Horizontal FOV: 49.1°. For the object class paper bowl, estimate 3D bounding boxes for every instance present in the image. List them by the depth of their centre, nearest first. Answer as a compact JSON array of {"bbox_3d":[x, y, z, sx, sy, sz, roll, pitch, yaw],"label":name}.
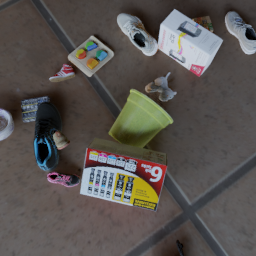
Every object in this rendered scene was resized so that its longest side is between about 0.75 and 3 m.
[{"bbox_3d":[-4.912,-0.058,10.362,1.313,0.683,1.313,5,52,-6],"label":"paper bowl"}]

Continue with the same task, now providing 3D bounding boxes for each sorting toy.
[{"bbox_3d":[-1.546,-3.032,11.652,1.369,0.270,1.479,41,77,12],"label":"sorting toy"}]

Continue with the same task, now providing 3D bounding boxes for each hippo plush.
[{"bbox_3d":[1.301,-1.453,10.981,0.943,0.934,1.173,59,38,-2],"label":"hippo plush"}]

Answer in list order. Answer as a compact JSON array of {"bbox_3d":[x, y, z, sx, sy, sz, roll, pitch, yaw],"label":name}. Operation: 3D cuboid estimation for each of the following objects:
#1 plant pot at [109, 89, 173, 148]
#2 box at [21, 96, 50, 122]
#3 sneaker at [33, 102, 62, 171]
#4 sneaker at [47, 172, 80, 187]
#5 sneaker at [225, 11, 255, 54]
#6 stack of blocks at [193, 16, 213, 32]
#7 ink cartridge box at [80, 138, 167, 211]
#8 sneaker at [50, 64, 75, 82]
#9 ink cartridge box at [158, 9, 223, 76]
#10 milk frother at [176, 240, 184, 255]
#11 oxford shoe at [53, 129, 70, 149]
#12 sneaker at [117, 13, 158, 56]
[{"bbox_3d":[0.311,-0.116,10.040,1.930,1.930,1.775,38,88,11],"label":"plant pot"},{"bbox_3d":[-3.573,-0.742,10.922,1.088,0.267,0.877,-11,71,-4],"label":"box"},{"bbox_3d":[-2.905,0.226,10.087,0.946,1.058,2.583,-7,78,-2],"label":"sneaker"},{"bbox_3d":[-2.319,1.794,9.955,1.204,0.574,0.476,6,71,1],"label":"sneaker"},{"bbox_3d":[4.865,-4.152,11.703,0.774,0.849,2.071,-26,74,-8],"label":"sneaker"},{"bbox_3d":[3.231,-4.105,11.943,0.719,0.366,1.249,-9,72,-3],"label":"stack of blocks"},{"bbox_3d":[-0.165,1.734,9.184,2.518,1.056,2.210,12,108,4],"label":"ink cartridge box"},{"bbox_3d":[-2.710,-2.242,11.348,1.026,0.366,0.577,-16,77,-13],"label":"sneaker"},{"bbox_3d":[2.345,-3.293,11.017,2.224,1.641,0.952,36,76,12],"label":"ink cartridge box"},{"bbox_3d":[1.333,4.404,9.069,1.160,1.113,1.233,-6,29,-2],"label":"milk frother"},{"bbox_3d":[-2.078,0.327,8.466,0.410,1.164,0.435,-36,113,-17],"label":"oxford shoe"},{"bbox_3d":[0.283,-3.956,11.414,2.280,1.049,0.863,48,111,15],"label":"sneaker"}]
